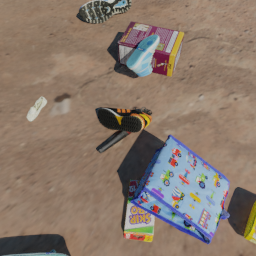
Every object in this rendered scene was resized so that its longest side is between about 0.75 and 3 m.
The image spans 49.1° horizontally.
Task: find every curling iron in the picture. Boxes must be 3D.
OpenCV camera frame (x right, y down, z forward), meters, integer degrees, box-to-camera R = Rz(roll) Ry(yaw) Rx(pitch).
[{"bbox_3d":[-0.092,0.057,10.247,2.606,0.646,0.333,-38,56,-21],"label":"curling iron"}]

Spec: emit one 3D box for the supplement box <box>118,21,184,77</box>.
[{"bbox_3d":[1.010,-3.502,12.388,2.527,1.304,1.654,17,58,12],"label":"supplement box"}]

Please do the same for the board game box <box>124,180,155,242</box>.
[{"bbox_3d":[0.392,2.506,8.642,0.875,0.275,1.832,6,56,2],"label":"board game box"}]

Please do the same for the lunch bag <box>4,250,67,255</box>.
[{"bbox_3d":[-2.451,4.109,7.044,2.345,0.904,1.881,-1,51,-1],"label":"lunch bag"}]

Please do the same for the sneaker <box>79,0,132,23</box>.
[{"bbox_3d":[-1.284,-6.400,14.911,2.906,1.139,1.307,-23,37,-20],"label":"sneaker"}]

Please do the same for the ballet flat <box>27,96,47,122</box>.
[{"bbox_3d":[-3.622,-0.797,10.992,0.419,0.419,1.169,18,56,13],"label":"ballet flat"}]

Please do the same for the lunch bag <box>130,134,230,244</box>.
[{"bbox_3d":[1.855,1.916,8.483,2.801,1.318,2.109,31,55,2],"label":"lunch bag"}]

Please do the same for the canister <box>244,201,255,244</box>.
[{"bbox_3d":[4.508,2.969,7.931,1.986,0.860,1.475,24,57,18],"label":"canister"}]

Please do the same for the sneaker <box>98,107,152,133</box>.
[{"bbox_3d":[-0.119,-0.356,10.385,2.160,0.755,0.972,14,24,37],"label":"sneaker"}]

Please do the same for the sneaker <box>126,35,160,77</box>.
[{"bbox_3d":[0.789,-2.834,11.316,1.718,1.122,0.683,-47,47,2],"label":"sneaker"}]
